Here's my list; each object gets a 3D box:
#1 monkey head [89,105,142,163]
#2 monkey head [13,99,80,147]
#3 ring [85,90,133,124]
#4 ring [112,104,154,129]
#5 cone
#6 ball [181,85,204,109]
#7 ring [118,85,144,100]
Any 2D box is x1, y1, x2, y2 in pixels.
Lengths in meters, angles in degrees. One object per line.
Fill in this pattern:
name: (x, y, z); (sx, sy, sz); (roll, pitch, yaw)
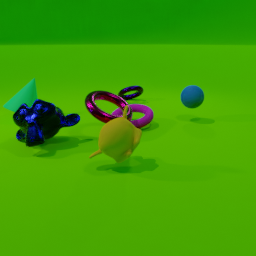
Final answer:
monkey head: (-0.193, 0.235, 5.947); (0.817, 1.356, 0.975); (35, -4, 3)
monkey head: (-2.162, -0.008, 7.005); (1.837, 1.107, 1.322); (-16, 61, 6)
ring: (-0.523, -0.572, 7.782); (1.408, 0.282, 1.408); (19, 34, -13)
ring: (0.116, -0.357, 8.634); (1.363, 0.273, 1.363); (-6, 30, 4)
cone: (-3.229, -1.059, 9.079); (1.194, 1.199, 1.194); (20, 2, -1)
ball: (2.048, -0.987, 8.915); (0.738, 0.738, 0.738); (0, 18, 0)
ring: (0.116, -1.471, 11.727); (1.102, 0.220, 1.102); (-13, -14, -3)
